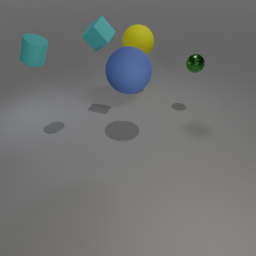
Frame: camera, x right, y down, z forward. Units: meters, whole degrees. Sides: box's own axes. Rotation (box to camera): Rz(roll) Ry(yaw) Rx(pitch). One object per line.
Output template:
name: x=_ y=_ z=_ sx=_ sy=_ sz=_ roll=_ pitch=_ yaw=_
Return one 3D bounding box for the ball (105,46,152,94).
ball: x=0.022 y=-1.724 z=8.411 sx=1.400 sy=1.400 sz=1.400 roll=0 pitch=31 yaw=0

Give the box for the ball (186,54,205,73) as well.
ball: x=2.579 y=-2.467 z=10.723 sx=0.700 sy=0.700 sz=0.700 roll=0 pitch=31 yaw=0

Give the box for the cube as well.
cube: x=-0.979 y=-3.140 z=9.362 sx=0.700 sy=0.700 sz=0.700 roll=-19 pitch=37 yaw=43

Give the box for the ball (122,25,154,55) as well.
ball: x=0.433 y=-3.794 z=12.290 sx=1.400 sy=1.400 sz=1.400 roll=0 pitch=31 yaw=0

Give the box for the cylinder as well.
cylinder: x=-2.690 y=-2.217 z=7.989 sx=0.700 sy=0.700 sz=0.700 roll=16 pitch=33 yaw=-11
